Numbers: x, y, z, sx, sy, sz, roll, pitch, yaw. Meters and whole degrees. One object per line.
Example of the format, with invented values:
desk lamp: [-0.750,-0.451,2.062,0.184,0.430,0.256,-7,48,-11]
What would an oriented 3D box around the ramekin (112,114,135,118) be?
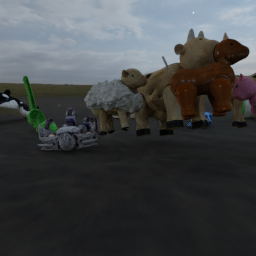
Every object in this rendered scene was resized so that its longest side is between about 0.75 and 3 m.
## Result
ramekin: [0.081,-0.830,10.367,1.787,0.832,1.787,0,7,0]

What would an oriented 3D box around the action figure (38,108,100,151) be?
action figure: [-0.985,0.034,4.976,1.083,0.577,1.664,6,11,-2]

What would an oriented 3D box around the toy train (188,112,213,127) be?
toy train: [1.959,-0.237,7.530,0.574,0.435,1.004,9,10,20]

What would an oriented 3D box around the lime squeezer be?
lime squeezer: [-1.885,-0.248,6.529,2.390,0.844,0.451,41,11,30]

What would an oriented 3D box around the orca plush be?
orca plush: [-3.559,-0.857,8.805,1.140,0.770,2.167,-10,-7,20]

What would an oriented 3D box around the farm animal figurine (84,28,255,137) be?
farm animal figurine: [1.134,-0.733,4.708,2.842,1.498,2.874,-12,-10,38]

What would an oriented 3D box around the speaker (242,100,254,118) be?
speaker: [5.049,-0.842,9.776,2.391,1.058,1.058,1,8,9]
